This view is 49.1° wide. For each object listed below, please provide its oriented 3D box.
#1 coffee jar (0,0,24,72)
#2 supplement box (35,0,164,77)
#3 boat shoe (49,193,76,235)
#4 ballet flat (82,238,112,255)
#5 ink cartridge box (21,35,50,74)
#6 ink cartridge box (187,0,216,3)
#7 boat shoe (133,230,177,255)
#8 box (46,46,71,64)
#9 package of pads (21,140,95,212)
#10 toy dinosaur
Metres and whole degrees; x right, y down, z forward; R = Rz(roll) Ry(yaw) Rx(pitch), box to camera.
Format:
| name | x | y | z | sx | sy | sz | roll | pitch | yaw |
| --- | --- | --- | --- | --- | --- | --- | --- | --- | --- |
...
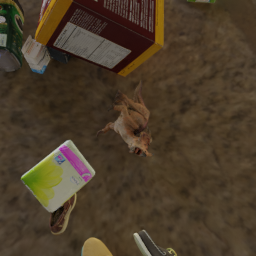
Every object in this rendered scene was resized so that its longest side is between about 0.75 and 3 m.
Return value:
| name | x | y | z | sx | sy | sz | roll | pitch | yaw |
| --- | --- | --- | --- | --- | --- | --- | --- | --- | --- |
| coffee jar | -3.868 | -3.047 | 8.770 | 0.999 | 1.221 | 2.341 | -6 | 68 | 0 |
| supplement box | -0.710 | -3.527 | 7.885 | 2.902 | 1.927 | 2.863 | 16 | 65 | -30 |
| boat shoe | -1.324 | 1.525 | 5.555 | 0.393 | 0.392 | 1.090 | -1 | 48 | 15 |
| ballet flat | -0.292 | 3.821 | 6.219 | 0.878 | 0.956 | 2.786 | -29 | 71 | 36 |
| ink cartridge box | -2.777 | -2.216 | 8.512 | 0.362 | 1.085 | 0.628 | 17 | 70 | 6 |
| ink cartridge box | 3.118 | -5.196 | 9.862 | 1.958 | 0.742 | 1.447 | 4 | 68 | 0 |
| boat shoe | 0.966 | 3.272 | 6.578 | 0.657 | 0.778 | 2.181 | -34 | 80 | -14 |
| box | -2.039 | -2.749 | 8.752 | 0.628 | 1.014 | 0.997 | 25 | 71 | 10 |
| package of pads | -1.217 | 0.863 | 5.015 | 1.074 | 0.366 | 0.830 | -40 | 100 | -20 |
| toy dinosaur | 0.202 | -0.176 | 7.836 | 1.607 | 1.018 | 2.371 | 26 | 56 | 0 |
